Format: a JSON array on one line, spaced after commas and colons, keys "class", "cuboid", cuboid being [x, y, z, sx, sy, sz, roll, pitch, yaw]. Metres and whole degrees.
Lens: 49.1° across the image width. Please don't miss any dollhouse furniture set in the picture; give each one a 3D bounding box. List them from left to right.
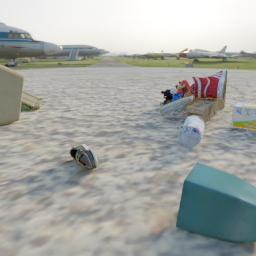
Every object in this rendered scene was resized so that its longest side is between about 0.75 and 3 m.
[{"class": "dollhouse furniture set", "cuboid": [-5.627, -1.241, 13.724, 2.517, 1.263, 1.649, 26, 16, -16]}]

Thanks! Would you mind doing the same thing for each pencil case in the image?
[{"class": "pencil case", "cuboid": [1.988, 0.069, 8.726, 0.708, 0.648, 1.560, 37, 23, 8]}]

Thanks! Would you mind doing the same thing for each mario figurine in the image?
[{"class": "mario figurine", "cuboid": [2.098, -1.525, 12.203, 1.491, 0.791, 0.921, -53, 12, -19]}]

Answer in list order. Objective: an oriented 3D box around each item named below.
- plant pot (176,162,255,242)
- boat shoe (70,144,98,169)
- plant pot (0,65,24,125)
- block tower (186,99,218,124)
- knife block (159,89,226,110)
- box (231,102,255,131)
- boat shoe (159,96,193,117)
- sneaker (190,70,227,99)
[{"class": "plant pot", "cuboid": [1.506, 1.210, 4.410, 1.198, 0.846, 0.847, 14, 20, 23]}, {"class": "boat shoe", "cuboid": [-1.083, 0.713, 6.809, 0.406, 0.490, 1.364, -12, 15, -22]}, {"class": "plant pot", "cuboid": [-5.551, -1.421, 10.884, 2.414, 2.727, 2.724, 3, 11, -34]}, {"class": "block tower", "cuboid": [3.080, -0.702, 11.539, 0.677, 0.724, 2.506, 8, 16, 29]}, {"class": "knife block", "cuboid": [3.006, -1.365, 13.565, 2.767, 0.885, 2.429, 12, 20, 35]}, {"class": "box", "cuboid": [4.700, -0.389, 10.108, 1.619, 0.821, 0.911, 10, 18, 32]}, {"class": "boat shoe", "cuboid": [2.000, -0.854, 11.414, 1.454, 0.518, 0.507, -21, -1, 11]}, {"class": "sneaker", "cuboid": [3.799, -2.089, 13.150, 1.573, 0.996, 2.797, 4, 25, 20]}]
